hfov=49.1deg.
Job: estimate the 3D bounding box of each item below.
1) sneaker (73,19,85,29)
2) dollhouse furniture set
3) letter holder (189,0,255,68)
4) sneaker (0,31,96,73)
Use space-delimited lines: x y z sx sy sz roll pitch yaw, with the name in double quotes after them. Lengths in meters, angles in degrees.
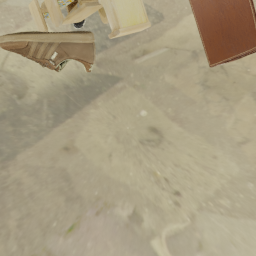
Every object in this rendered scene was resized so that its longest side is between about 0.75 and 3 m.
-1.346 -2.963 7.752 0.353 0.407 0.983 -6 51 -5 "sneaker"
-0.654 -2.342 5.751 1.808 1.281 1.968 -28 15 -37 "dollhouse furniture set"
2.550 -2.790 6.719 1.082 1.529 2.151 -20 93 -31 "letter holder"
-1.282 -1.157 4.316 1.625 0.614 0.572 5 24 17 "sneaker"
